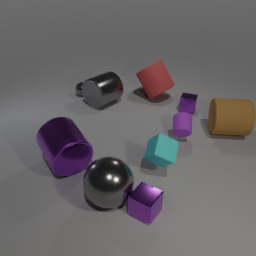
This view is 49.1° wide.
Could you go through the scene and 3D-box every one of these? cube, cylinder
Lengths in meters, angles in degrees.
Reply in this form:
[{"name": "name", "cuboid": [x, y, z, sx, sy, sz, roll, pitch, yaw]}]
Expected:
[{"name": "cube", "cuboid": [0.472, 2.015, 7.534, 0.700, 0.700, 0.700, 19, 36, 29]}, {"name": "cube", "cuboid": [2.724, -1.116, 12.678, 0.700, 0.700, 0.700, 12, 33, 16]}, {"name": "cylinder", "cuboid": [1.317, -2.349, 13.515, 1.400, 1.400, 1.400, -30, 7, 4]}, {"name": "cube", "cuboid": [0.990, 0.679, 8.370, 0.700, 0.700, 0.700, 24, 63, -17]}, {"name": "cylinder", "cuboid": [3.924, -0.431, 10.744, 1.400, 1.400, 1.400, 3, 31, 4]}, {"name": "cylinder", "cuboid": [2.019, -0.121, 10.374, 0.700, 0.700, 0.700, 4, 64, 7]}, {"name": "cylinder", "cuboid": [-1.173, -1.792, 13.093, 1.400, 1.400, 1.400, 24, 39, 34]}, {"name": "cylinder", "cuboid": [-2.038, 0.583, 9.011, 1.400, 1.400, 1.400, -19, 46, -28]}]

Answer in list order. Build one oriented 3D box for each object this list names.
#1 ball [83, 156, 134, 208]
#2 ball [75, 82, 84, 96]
[{"name": "ball", "cuboid": [-0.529, 1.486, 7.701, 1.400, 1.400, 1.400, 0, 31, 0]}, {"name": "ball", "cuboid": [-2.288, -1.948, 14.052, 0.700, 0.700, 0.700, 0, 31, 0]}]
